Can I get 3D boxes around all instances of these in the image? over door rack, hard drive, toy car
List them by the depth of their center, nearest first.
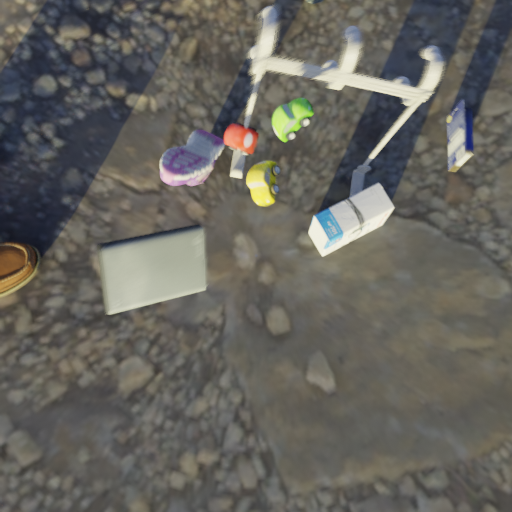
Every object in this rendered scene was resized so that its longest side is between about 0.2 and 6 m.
[{"bbox_3d":[0.143,-1.356,6.400,1.189,0.282,1.264,-43,57,29],"label":"toy car"},{"bbox_3d":[-1.312,0.161,7.246,1.345,0.939,0.221,-14,30,-25],"label":"hard drive"},{"bbox_3d":[0.896,-2.032,7.828,2.232,3.021,1.006,11,65,-5],"label":"over door rack"}]

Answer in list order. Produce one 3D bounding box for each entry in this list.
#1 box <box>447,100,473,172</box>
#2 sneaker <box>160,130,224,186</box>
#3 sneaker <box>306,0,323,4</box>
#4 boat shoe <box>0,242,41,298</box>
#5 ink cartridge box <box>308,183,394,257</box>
[{"bbox_3d":[3.312,-1.959,9.121,0.164,0.612,1.010,6,72,-6],"label":"box"},{"bbox_3d":[-1.009,-1.359,8.663,0.649,0.713,1.613,28,33,4],"label":"sneaker"},{"bbox_3d":[1.166,-5.466,10.091,0.851,0.765,1.972,-3,74,-4],"label":"sneaker"},{"bbox_3d":[-4.514,0.261,8.414,2.364,0.804,0.851,-14,75,-4],"label":"boat shoe"},{"bbox_3d":[1.439,-0.548,8.624,1.149,0.841,0.493,-26,76,-7],"label":"ink cartridge box"}]
